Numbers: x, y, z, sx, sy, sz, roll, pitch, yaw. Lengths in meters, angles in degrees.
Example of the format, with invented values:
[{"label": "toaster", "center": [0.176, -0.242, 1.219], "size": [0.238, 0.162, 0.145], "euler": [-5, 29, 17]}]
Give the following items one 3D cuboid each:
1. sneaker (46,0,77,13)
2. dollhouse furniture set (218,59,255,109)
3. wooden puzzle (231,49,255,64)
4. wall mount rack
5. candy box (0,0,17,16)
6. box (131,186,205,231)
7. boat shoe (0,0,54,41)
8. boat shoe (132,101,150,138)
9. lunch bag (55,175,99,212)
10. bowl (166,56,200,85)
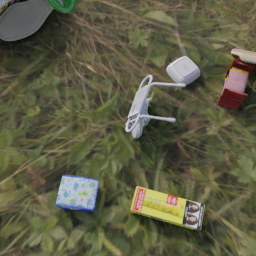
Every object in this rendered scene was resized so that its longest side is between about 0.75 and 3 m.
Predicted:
[{"label": "sneaker", "center": [-1.715, -3.810, 6.452], "size": [1.000, 2.701, 1.129], "euler": [-13, 56, -9]}, {"label": "dollhouse furniture set", "center": [3.890, -1.079, 8.307], "size": [2.125, 0.864, 1.144], "euler": [18, 67, 8]}, {"label": "wooden puzzle", "center": [4.071, -2.084, 8.651], "size": [1.554, 0.313, 1.679], "euler": [13, 24, 6]}, {"label": "wall mount rack", "center": [0.675, -0.640, 7.730], "size": [0.705, 1.643, 1.891], "euler": [29, 65, -23]}, {"label": "candy box", "center": [-4.224, -4.416, 9.335], "size": [0.814, 1.683, 2.885], "euler": [48, 68, -26]}, {"label": "box", "center": [0.991, 2.043, 7.143], "size": [1.771, 0.444, 0.666], "euler": [15, 67, 7]}, {"label": "boat shoe", "center": [-3.410, -4.079, 9.827], "size": [2.938, 1.067, 0.921], "euler": [-48, 31, -13]}, {"label": "boat shoe", "center": [0.401, -0.287, 8.093], "size": [0.472, 0.517, 1.436], "euler": [14, 46, -11]}, {"label": "lunch bag", "center": [-1.258, 1.692, 7.217], "size": [0.960, 0.612, 0.816], "euler": [2, 65, 11]}, {"label": "bowl", "center": [1.781, -1.865, 8.958], "size": [0.903, 0.337, 0.901], "euler": [-32, 69, -12]}]
